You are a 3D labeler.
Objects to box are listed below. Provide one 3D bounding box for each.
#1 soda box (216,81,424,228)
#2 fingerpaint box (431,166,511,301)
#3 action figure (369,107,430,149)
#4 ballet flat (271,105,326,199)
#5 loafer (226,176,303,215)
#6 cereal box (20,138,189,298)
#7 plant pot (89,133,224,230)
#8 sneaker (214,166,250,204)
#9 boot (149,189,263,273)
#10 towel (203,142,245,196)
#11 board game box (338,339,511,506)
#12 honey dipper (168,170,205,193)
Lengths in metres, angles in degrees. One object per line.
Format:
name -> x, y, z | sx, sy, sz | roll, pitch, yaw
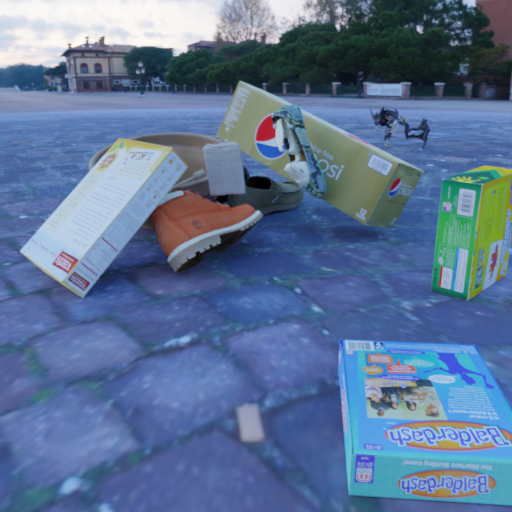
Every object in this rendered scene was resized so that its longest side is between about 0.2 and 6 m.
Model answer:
soda box -> 1.376, -2.465, 13.368 | 4.794, 1.535, 1.624 | 36, 20, 29
fingerpaint box -> 3.813, -0.449, 9.738 | 0.733, 2.000, 1.668 | 17, 26, 41
action figure -> 3.260, -2.983, 13.064 | 1.479, 0.755, 0.879 | 21, -14, 18
ballet flat -> 0.829, -2.140, 11.895 | 0.776, 2.092, 0.776 | -20, 1, 0
loafer -> 0.318, -1.670, 14.885 | 1.070, 0.949, 2.815 | 16, 26, 34
cereal box -> -2.844, -0.838, 10.362 | 2.167, 0.595, 3.012 | 22, 71, 48
plant pot -> -2.178, -1.680, 13.491 | 3.376, 1.558, 3.376 | -1, 33, 1
sneaker -> -1.800, -1.884, 15.232 | 3.163, 1.209, 1.812 | 4, 21, 23
boot -> -0.982, -0.805, 11.242 | 1.066, 1.523, 2.840 | -42, -10, 34
towel -> -0.614, -1.672, 10.850 | 0.719, 1.085, 0.187 | -3, 33, 5
board game box -> 1.767, 1.637, 5.980 | 1.683, 0.498, 2.213 | 2, 19, 6
honey dipper -> -1.475, -1.540, 11.685 | 0.890, 0.169, 0.169 | -31, 30, -20
